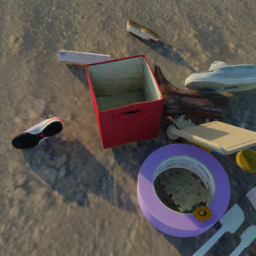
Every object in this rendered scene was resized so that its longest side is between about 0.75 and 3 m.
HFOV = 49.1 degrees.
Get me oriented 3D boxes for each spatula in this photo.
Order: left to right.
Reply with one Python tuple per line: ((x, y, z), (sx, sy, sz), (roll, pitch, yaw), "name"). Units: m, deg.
((3.007, 3.522, 7.743), (2.699, 0.217, 1.876), (-29, 66, -33), "spatula")

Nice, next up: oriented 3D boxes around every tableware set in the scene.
((3.940, 0.702, 9.757), (2.761, 0.424, 1.860), (9, 59, 5), "tableware set")

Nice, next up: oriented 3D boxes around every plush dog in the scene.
((1.832, 0.027, 10.022), (0.942, 0.880, 1.097), (-43, 64, 3), "plush dog")

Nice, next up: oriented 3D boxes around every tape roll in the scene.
((1.665, 1.875, 8.700), (2.738, 0.898, 2.738), (0, 58, 0), "tape roll")

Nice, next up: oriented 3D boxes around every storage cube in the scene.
((-0.140, -0.882, 9.657), (2.067, 2.174, 2.418), (-13, 55, -8), "storage cube")

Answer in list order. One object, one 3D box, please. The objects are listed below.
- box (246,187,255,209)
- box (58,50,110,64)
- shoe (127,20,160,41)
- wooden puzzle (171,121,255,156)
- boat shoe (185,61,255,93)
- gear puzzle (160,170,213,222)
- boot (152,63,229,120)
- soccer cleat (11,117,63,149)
((4.138, 2.272, 8.664), (0.405, 0.516, 0.830), (-18, 59, -11), "box")
((-1.868, -2.998, 11.986), (2.192, 0.454, 0.424), (6, 17, 3), "box")
((0.686, -4.453, 13.070), (1.752, 0.468, 0.613), (33, 30, 15), "shoe")
((2.835, 0.300, 8.569), (2.331, 0.434, 2.156), (-7, 18, -30), "wooden puzzle")
((3.672, -2.050, 11.028), (3.009, 1.050, 1.072), (-3, 72, -6), "boat shoe")
((1.875, 2.061, 8.400), (1.109, 0.280, 2.141), (-25, 28, -8), "gear puzzle")
((2.326, -1.441, 10.865), (2.835, 0.910, 2.642), (-1, 60, -3), "boot")
((-3.224, 0.170, 10.040), (1.904, 0.649, 0.697), (-26, 27, -4), "soccer cleat")
